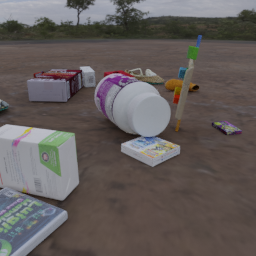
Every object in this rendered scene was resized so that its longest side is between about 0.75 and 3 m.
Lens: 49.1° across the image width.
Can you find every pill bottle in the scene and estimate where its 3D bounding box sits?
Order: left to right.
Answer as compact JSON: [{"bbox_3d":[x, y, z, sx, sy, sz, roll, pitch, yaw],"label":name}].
[{"bbox_3d":[0.081,-0.654,7.756,1.419,1.419,2.528,-9,22,-22],"label":"pill bottle"}]

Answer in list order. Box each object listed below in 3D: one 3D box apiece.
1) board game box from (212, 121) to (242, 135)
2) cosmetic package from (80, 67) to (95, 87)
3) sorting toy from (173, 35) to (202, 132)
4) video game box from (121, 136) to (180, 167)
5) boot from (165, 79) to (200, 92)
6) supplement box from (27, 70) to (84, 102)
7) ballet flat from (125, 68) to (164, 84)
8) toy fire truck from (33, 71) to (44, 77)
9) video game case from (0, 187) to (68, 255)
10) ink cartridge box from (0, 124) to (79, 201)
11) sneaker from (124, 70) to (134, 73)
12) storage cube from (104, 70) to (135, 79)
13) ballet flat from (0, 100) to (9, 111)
[{"bbox_3d":[2.800,-0.007,7.987,0.480,0.129,0.800,-9,23,-11],"label":"board game box"},{"bbox_3d":[-1.963,-2.483,13.498,0.541,0.743,1.462,-7,22,-17],"label":"cosmetic package"},{"bbox_3d":[1.408,-1.075,7.261,0.354,2.598,1.463,14,27,10],"label":"sorting toy"},{"bbox_3d":[0.517,0.487,6.538,0.941,0.242,1.033,-21,29,-38],"label":"video game box"},{"bbox_3d":[2.378,-1.826,12.157,1.366,0.481,0.978,-10,22,-36],"label":"boot"},{"bbox_3d":[-2.907,-1.835,11.683,1.495,0.837,2.748,2,20,4],"label":"supplement box"},{"bbox_3d":[0.741,-2.567,13.786,2.087,0.681,0.736,5,22,11],"label":"ballet flat"},{"bbox_3d":[-3.953,-2.206,12.795,0.482,0.722,0.859,9,23,22],"label":"toy fire truck"},{"bbox_3d":[-1.923,1.475,4.059,1.414,0.182,1.555,12,24,27],"label":"video game case"},{"bbox_3d":[-1.891,0.565,5.123,1.858,1.088,0.625,7,24,17],"label":"ink cartridge box"},{"bbox_3d":[-0.259,-2.924,15.181,1.126,0.374,0.509,-10,20,-32],"label":"sneaker"},{"bbox_3d":[-0.356,-1.671,11.059,0.893,1.045,0.939,-14,32,-34],"label":"storage cube"},{"bbox_3d":[-4.433,-0.691,8.948,0.688,0.688,1.914,2,21,5],"label":"ballet flat"}]
